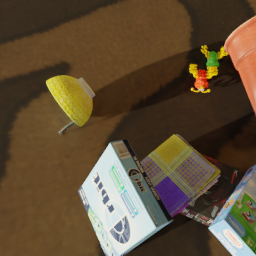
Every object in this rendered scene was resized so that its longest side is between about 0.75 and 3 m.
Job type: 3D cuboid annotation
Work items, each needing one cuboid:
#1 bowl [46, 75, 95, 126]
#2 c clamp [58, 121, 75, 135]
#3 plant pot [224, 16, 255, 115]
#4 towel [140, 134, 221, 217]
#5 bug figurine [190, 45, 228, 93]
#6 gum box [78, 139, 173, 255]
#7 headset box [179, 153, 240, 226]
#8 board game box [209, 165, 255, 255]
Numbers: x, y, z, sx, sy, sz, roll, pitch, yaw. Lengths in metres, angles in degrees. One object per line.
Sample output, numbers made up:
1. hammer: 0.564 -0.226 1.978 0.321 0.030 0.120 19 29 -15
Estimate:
1. bowl: -1.354 -0.861 7.363 0.798 1.483 1.483 -35 67 2
2. c clamp: -1.502 -0.108 7.446 0.862 0.736 0.117 -36 91 -9
3. plant pot: 3.816 -1.204 6.533 2.479 2.479 2.411 -9 78 -5
4. towel: 0.815 1.157 6.261 2.074 0.236 1.490 -37 59 -7
5. bug figurine: 3.041 -1.646 8.304 2.437 0.627 1.890 9 52 9
6. gum box: -0.216 1.576 5.860 0.471 2.115 1.797 -11 59 -37
7. headset box: 1.499 1.336 6.739 1.910 0.717 1.420 22 65 11
8. board game box: 2.940 2.018 5.713 1.942 0.470 2.567 48 40 13
